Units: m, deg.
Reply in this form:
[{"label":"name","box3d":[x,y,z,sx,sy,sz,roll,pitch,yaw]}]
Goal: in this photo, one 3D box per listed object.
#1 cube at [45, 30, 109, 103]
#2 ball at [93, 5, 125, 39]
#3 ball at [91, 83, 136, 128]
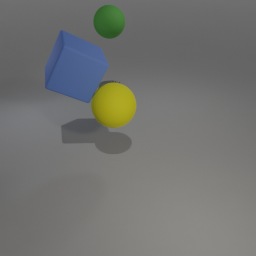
[{"label":"cube","box3d":[-1.604,-1.852,8.494,1.400,1.400,1.400,18,29,-28]},{"label":"ball","box3d":[-0.827,-4.687,12.388,1.400,1.400,1.400,0,30,0]},{"label":"ball","box3d":[-0.443,-0.702,8.717,1.400,1.400,1.400,0,30,0]}]
